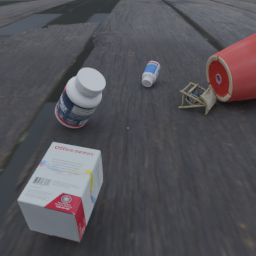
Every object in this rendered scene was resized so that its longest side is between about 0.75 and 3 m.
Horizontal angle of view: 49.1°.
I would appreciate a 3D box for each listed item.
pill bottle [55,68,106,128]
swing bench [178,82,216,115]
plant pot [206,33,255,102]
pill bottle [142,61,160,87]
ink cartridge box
[{"bbox_3d":[-1.208,-0.766,7.159,0.939,1.570,0.939,17,51,-22],"label":"pill bottle"},{"bbox_3d":[2.166,-0.933,8.599,0.935,0.607,0.930,16,33,26],"label":"swing bench"},{"bbox_3d":[3.557,-1.748,8.595,1.819,2.056,2.056,-18,34,-8],"label":"plant pot"},{"bbox_3d":[0.811,-1.938,10.125,0.511,0.511,0.910,12,58,19],"label":"pill bottle"},{"bbox_3d":[-0.976,0.971,4.435,0.868,0.864,1.195,10,44,10],"label":"ink cartridge box"}]
